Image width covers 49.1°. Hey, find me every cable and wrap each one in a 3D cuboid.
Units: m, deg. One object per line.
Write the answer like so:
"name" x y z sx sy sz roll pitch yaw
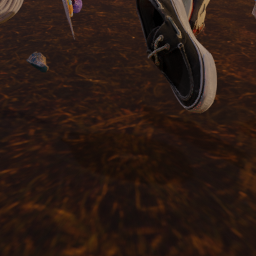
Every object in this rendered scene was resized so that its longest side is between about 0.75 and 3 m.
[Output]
"cable" -3.453 -3.413 6.452 2.022 2.022 0.700 -25 39 -3

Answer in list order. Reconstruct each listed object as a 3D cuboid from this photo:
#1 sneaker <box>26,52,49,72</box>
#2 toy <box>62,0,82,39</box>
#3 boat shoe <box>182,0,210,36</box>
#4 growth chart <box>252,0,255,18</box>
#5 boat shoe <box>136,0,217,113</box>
"sneaker" -2.164 -1.628 6.811 0.366 0.346 0.905 -51 48 -6
"toy" -1.535 -3.693 7.322 0.540 2.289 1.318 -16 50 -6
"boat shoe" 1.757 -3.016 7.659 0.794 0.903 2.537 27 62 -19
"growth chart" 3.219 -2.365 5.863 0.252 2.836 2.052 -30 53 5
"boat shoe" 0.446 -0.882 3.123 0.526 0.584 1.651 1 57 -27
